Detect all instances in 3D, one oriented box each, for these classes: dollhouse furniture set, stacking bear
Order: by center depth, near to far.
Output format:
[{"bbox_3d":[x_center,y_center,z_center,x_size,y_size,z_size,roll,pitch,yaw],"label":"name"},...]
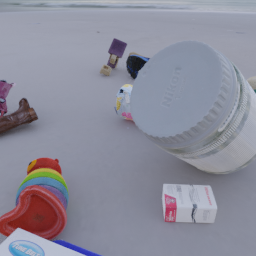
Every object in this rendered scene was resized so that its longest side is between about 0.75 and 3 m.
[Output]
[{"bbox_3d":[-1.477,1.058,4.833,0.906,0.967,1.593,37,12,-23],"label":"stacking bear"},{"bbox_3d":[-0.074,-2.680,12.886,2.106,1.669,1.495,22,-15,-5],"label":"dollhouse furniture set"}]

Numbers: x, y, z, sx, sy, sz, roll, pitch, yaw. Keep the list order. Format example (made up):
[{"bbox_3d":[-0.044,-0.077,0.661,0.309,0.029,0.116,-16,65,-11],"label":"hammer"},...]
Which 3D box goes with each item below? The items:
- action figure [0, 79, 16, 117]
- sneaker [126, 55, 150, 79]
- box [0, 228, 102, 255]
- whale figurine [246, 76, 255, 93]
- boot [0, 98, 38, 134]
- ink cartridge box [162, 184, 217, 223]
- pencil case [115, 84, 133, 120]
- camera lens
[{"bbox_3d":[-3.825,-0.769,8.322,0.822,1.227,0.914,-19,-10,28],"label":"action figure"},{"bbox_3d":[1.111,-2.373,11.549,2.698,1.016,1.058,25,30,23],"label":"sneaker"},{"bbox_3d":[-1.234,2.238,2.863,1.739,0.606,2.922,11,31,21],"label":"box"},{"bbox_3d":[4.431,-1.168,9.235,1.697,1.107,2.133,-10,4,1],"label":"whale figurine"},{"bbox_3d":[-3.401,-0.286,7.759,1.486,0.477,1.385,-26,32,-22],"label":"boot"},{"bbox_3d":[1.049,1.308,4.897,0.852,0.359,0.617,1,27,3],"label":"ink cartridge box"},{"bbox_3d":[0.802,-0.544,7.678,2.341,1.062,0.973,18,58,27],"label":"pencil case"},{"bbox_3d":[1.442,-0.263,5.371,1.936,1.936,2.420,30,1,44],"label":"camera lens"}]
